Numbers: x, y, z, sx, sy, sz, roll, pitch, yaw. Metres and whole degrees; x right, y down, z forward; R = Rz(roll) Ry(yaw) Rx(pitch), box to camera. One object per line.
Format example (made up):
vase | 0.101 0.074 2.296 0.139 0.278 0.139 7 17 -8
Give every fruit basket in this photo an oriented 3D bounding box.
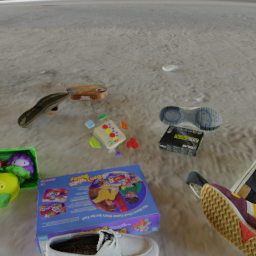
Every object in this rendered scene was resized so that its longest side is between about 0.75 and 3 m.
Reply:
fruit basket | -3.544 1.342 8.028 1.993 1.437 1.993 -2 14 1

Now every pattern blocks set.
pattern blocks set | -0.539 0.216 8.503 1.352 0.125 1.538 -22 62 -24

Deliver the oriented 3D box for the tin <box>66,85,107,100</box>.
tin | -2.025 -1.765 13.805 2.015 0.422 1.128 0 36 0

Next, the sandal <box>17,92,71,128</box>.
sandal | -3.488 -0.723 11.933 1.047 0.700 2.563 15 49 35

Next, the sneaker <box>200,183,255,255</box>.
sneaker | 3.045 2.305 6.789 1.270 1.057 2.820 -11 39 -33

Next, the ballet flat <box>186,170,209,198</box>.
ballet flat | 2.297 1.850 7.898 0.601 0.601 1.644 -25 46 -34

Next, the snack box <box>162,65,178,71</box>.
snack box | 2.570 -3.639 17.023 0.828 0.154 0.481 -14 35 -21

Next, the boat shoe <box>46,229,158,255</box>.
boat shoe | -0.558 2.654 6.213 2.500 0.856 0.900 0 32 0

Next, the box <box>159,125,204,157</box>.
box | 1.977 0.444 10.286 1.380 0.328 1.332 13 31 21

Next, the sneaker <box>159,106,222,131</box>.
sneaker | 2.485 -0.493 11.263 2.561 0.954 1.115 10 8 -1

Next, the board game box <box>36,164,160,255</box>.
board game box | -0.861 2.011 7.435 2.926 0.655 1.967 -7 33 -11

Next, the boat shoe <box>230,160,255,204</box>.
boat shoe | 3.882 1.408 8.140 0.824 0.988 2.647 36 41 27

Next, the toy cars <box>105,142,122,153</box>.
toy cars | -0.525 0.489 10.284 0.510 0.252 1.137 12 34 20
